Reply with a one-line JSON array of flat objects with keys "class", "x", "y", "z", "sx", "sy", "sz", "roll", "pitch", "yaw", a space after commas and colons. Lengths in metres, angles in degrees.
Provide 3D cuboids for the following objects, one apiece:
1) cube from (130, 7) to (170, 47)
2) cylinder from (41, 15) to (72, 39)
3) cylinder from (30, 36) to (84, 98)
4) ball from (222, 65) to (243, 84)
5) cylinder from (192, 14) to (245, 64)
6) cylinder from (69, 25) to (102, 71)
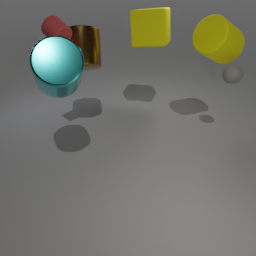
[{"class": "cube", "x": 0.956, "y": -4.168, "z": 11.571, "sx": 1.400, "sy": 1.400, "sz": 1.400, "roll": 3, "pitch": 25, "yaw": 16}, {"class": "cylinder", "x": -2.255, "y": -3.071, "z": 8.873, "sx": 0.700, "sy": 0.700, "sz": 0.700, "roll": 43, "pitch": 47, "yaw": 16}, {"class": "cylinder", "x": -1.997, "y": -1.685, "z": 7.990, "sx": 1.400, "sy": 1.400, "sz": 1.400, "roll": -9, "pitch": -4, "yaw": -14}, {"class": "ball", "x": 3.823, "y": -1.957, "z": 10.239, "sx": 0.700, "sy": 0.700, "sz": 0.700, "roll": 0, "pitch": 31, "yaw": 0}, {"class": "cylinder", "x": 3.334, "y": -3.233, "z": 10.321, "sx": 1.400, "sy": 1.400, "sz": 1.400, "roll": 9, "pitch": 18, "yaw": -44}, {"class": "cylinder", "x": -1.728, "y": -2.963, "z": 10.537, "sx": 1.400, "sy": 1.400, "sz": 1.400, "roll": -3, "pitch": 4, "yaw": 0}]
